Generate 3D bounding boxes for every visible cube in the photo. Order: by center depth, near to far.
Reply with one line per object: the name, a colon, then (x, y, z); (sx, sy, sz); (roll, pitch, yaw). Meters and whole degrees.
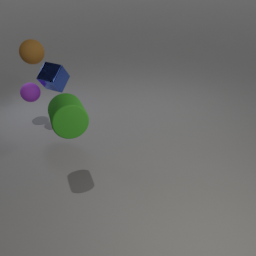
cube: (-2.540, -1.732, 9.563); (0.700, 0.700, 0.700); (15, 72, 19)

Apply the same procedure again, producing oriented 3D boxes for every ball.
ball: (-2.757, -2.183, 8.035); (0.700, 0.700, 0.700); (0, 30, 0)
ball: (-3.510, -1.283, 10.084); (0.700, 0.700, 0.700); (0, 30, 0)

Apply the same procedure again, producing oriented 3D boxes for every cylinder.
cylinder: (-1.180, -0.246, 5.496); (0.700, 0.700, 0.700); (-10, 29, -17)
